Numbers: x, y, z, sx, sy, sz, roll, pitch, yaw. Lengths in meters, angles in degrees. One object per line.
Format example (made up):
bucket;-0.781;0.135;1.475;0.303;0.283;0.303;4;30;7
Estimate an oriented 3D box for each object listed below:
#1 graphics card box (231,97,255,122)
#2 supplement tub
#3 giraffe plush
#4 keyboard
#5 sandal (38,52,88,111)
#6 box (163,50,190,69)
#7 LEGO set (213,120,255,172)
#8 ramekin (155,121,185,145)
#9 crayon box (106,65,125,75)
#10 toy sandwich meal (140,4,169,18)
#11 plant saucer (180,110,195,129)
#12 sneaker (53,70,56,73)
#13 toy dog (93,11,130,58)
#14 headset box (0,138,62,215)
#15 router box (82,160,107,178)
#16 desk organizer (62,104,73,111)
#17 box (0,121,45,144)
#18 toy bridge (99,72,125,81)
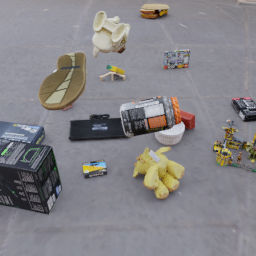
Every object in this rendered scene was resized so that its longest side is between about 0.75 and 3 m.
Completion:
graphics card box;5.283;-0.837;12.397;0.892;0.362;1.423;-4;37;-7
supplement tub;0.697;-0.372;8.631;1.739;1.065;1.065;-11;37;5
giraffe plush;0.785;1.310;9.035;1.413;1.637;1.328;-35;16;-24
keyboard;-1.146;-0.059;11.460;2.458;0.315;1.476;-3;44;-5
sandal;-1.298;-1.007;6.185;0.889;0.598;2.214;-3;38;2
box;2.735;-3.863;15.816;1.450;0.993;0.289;-7;39;-8
LEGO set;4.255;0.548;9.767;2.363;1.369;1.817;18;41;22
ramekin;1.593;0.145;10.918;1.167;0.612;1.167;0;38;0
crayon box;-0.627;-3.105;15.053;0.630;0.258;1.002;15;9;-46
toy sandwich meal;2.308;-10.043;24.024;2.660;0.911;2.660;0;29;0
plant saucer;2.042;-0.385;11.240;1.293;1.295;0.238;21;74;20
sneaker;-3.478;-3.354;15.384;1.442;0.718;0.540;-31;47;-32
toy dog;-0.594;-3.471;11.023;1.274;1.770;1.825;24;14;8
headset box;-3.277;1.391;8.232;2.207;1.921;1.024;7;39;11
router box;-1.145;1.401;9.620;0.779;0.199;0.581;-9;39;-12
desk organizer;-3.162;-1.410;12.972;0.528;0.567;1.472;-27;45;-31
box;-4.498;0.524;10.448;2.245;0.573;1.770;7;39;8
toy bridge;-0.828;-2.713;14.759;1.379;0.464;0.188;-1;38;-2
